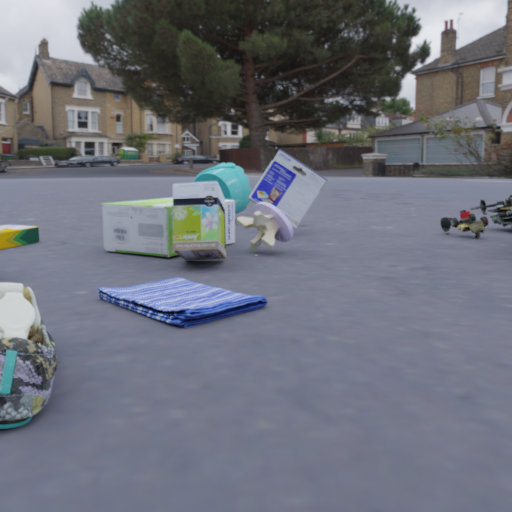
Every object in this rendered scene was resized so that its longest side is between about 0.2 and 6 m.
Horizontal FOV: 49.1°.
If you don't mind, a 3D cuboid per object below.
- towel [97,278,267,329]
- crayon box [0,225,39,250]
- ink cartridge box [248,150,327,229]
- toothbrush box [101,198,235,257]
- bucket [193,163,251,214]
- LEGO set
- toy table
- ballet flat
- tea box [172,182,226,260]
[{"bbox_3d":[-0.876,0.464,6.480,1.254,0.207,1.732,-9,13,-44],"label":"towel"},{"bbox_3d":[-4.930,-0.347,10.690,0.823,0.337,1.308,4,10,21],"label":"crayon box"},{"bbox_3d":[0.674,-1.418,11.999,1.229,1.244,0.292,33,2,0],"label":"ink cartridge box"},{"bbox_3d":[-1.570,-0.593,10.426,1.526,0.902,2.096,5,12,29],"label":"toothbrush box"},{"bbox_3d":[-0.934,-1.641,14.528,1.457,1.457,0.948,6,21,29],"label":"bucket"},{"bbox_3d":[5.667,-0.787,12.594,3.235,0.917,2.101,-15,10,-9],"label":"LEGO set"},{"bbox_3d":[0.133,-0.503,9.830,0.558,0.876,0.952,-30,43,-33],"label":"toy table"},{"bbox_3d":[-1.887,0.585,4.308,0.746,0.746,2.075,-5,11,-25],"label":"ballet flat"},{"bbox_3d":[-0.868,-0.509,8.733,0.713,1.050,1.068,-3,-8,2],"label":"tea box"}]
